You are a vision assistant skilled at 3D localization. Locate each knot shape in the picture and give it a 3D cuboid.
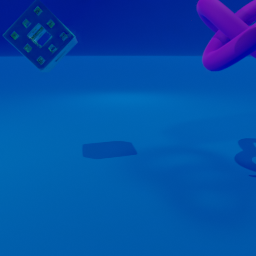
[{"bbox_3d":[1.848,-1.611,4.517,1.939,0.896,1.814,-21,41,-20],"label":"knot shape"}]

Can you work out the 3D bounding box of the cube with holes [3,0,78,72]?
[{"bbox_3d":[-1.430,-1.507,4.749,0.786,0.786,0.786,-45,13,3],"label":"cube with holes"}]
